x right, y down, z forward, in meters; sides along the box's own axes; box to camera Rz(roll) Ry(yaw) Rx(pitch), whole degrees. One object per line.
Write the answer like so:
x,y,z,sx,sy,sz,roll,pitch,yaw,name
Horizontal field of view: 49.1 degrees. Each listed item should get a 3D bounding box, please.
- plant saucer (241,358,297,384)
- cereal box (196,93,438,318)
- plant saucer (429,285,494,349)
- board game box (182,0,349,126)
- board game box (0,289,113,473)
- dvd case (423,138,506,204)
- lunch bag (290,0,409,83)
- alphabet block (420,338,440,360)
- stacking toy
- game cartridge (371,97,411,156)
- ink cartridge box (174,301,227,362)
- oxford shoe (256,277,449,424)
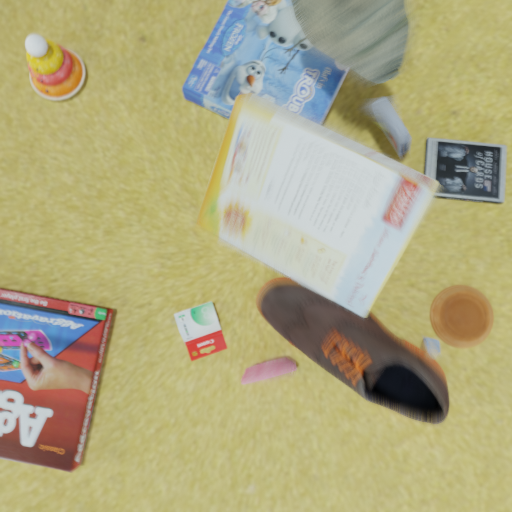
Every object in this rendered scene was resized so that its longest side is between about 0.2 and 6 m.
0.187,1.831,8.962,0.916,0.916,0.232,-14,77,-2,plant saucer
0.799,-0.783,8.618,3.198,0.632,2.301,30,119,13,cereal box
3.489,1.021,9.447,1.076,0.201,1.076,0,83,0,plant saucer
0.327,-3.382,9.855,2.425,0.529,2.437,26,83,2,board game box
-5.175,1.706,9.213,5.142,0.500,2.647,10,84,1,board game box
3.638,-1.484,9.791,1.394,0.172,1.048,5,83,1,dvd case
1.333,-3.247,7.866,1.096,1.319,1.572,-40,56,-5,lunch bag
2.889,1.551,9.306,0.241,0.247,0.243,13,44,2,alphabet block
-3.549,-3.322,9.438,0.988,1.352,0.988,0,82,1,stacking toy
2.199,-2.124,9.138,0.271,1.326,0.883,-28,85,13,game cartridge
-0.930,1.269,9.418,0.681,0.212,0.846,-19,81,-2,ink cartridge box
1.519,1.418,8.750,3.441,1.248,1.225,28,101,5,oxford shoe
